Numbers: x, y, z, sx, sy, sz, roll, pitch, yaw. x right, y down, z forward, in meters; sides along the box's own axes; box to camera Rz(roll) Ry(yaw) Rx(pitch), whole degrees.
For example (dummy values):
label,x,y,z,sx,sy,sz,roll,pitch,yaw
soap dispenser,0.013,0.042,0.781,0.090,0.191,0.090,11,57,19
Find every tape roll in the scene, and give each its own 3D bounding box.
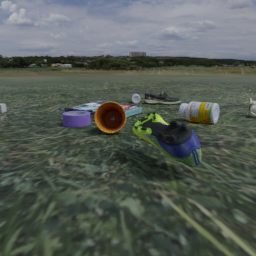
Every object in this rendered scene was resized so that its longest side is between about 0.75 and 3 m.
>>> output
label,x,y,z,sx,sy,sz,roll,pitch,yaw
tape roll,-1.912,-0.347,10.433,1.017,0.432,1.017,0,14,0

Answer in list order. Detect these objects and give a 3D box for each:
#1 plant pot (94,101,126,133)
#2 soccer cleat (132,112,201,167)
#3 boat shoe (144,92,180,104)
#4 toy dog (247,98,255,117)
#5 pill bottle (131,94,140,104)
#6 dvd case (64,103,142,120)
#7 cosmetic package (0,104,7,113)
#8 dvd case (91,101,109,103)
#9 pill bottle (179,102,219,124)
label,x,y,z,sx,sy,sz,roll,pitch,yaw
plant pot,-0.550,-0.317,9.374,1.019,1.019,0.933,0,-3,2
soccer cleat,0.779,0.258,6.311,0.767,0.992,2.373,-34,21,-12
boat shoe,1.907,-1.674,15.535,2.032,0.668,0.726,1,13,2
toy dog,5.672,-0.809,11.800,1.068,0.745,1.035,4,24,13
pill bottle,0.433,-1.701,16.015,0.509,0.509,0.895,0,14,-2
dvd case,-1.112,-0.800,12.630,2.891,0.318,2.111,9,16,28
cosmetic package,-6.084,-0.931,12.998,0.769,0.398,0.336,5,14,14
dvd case,-1.596,-1.390,15.573,0.945,0.101,1.270,0,13,0
pill bottle,2.728,-0.612,10.813,1.389,0.771,0.771,8,16,34
